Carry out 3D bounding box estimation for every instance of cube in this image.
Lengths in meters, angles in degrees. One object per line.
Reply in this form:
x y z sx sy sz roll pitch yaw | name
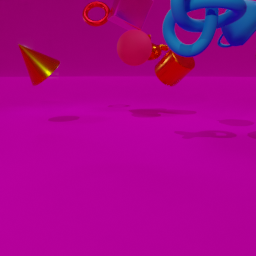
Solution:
0.057 -3.951 9.395 1.043 1.043 1.043 21 8 -20 | cube

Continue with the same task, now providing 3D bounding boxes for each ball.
0.211 -2.621 9.177 1.148 1.148 1.148 0 11 0 | ball

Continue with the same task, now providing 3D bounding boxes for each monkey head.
0.834 -3.033 10.571 1.283 0.923 0.773 -15 24 -5 | monkey head

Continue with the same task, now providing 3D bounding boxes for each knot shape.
1.546 -2.282 5.606 1.572 1.680 0.776 -3 46 -3 | knot shape

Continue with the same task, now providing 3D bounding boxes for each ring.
-1.231 -4.469 10.962 1.117 1.117 0.223 0 -16 2 | ring

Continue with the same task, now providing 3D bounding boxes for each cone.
-2.927 -2.116 8.608 1.165 1.170 1.165 -28 33 21 | cone

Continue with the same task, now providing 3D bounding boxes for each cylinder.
1.722 -2.284 10.384 1.094 1.094 1.094 -9 -23 -38 | cylinder

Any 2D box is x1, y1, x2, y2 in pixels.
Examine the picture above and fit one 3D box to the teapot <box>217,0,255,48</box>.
2.949 -2.815 7.232 0.936 1.912 1.189 41 53 8 | teapot
